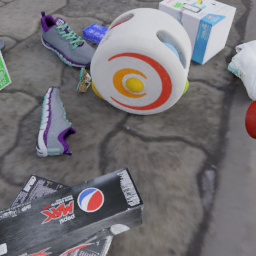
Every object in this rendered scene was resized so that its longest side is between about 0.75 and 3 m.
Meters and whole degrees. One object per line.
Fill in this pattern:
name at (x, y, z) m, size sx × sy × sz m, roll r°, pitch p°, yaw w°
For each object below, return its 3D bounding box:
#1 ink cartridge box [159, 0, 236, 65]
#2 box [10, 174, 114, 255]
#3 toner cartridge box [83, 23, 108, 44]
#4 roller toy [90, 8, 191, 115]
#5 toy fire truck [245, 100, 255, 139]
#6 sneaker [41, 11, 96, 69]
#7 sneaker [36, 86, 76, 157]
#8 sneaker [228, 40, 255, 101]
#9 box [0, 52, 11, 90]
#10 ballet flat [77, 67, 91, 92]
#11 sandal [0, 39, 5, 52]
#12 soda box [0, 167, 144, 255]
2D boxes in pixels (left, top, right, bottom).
ink cartridge box at (2.234, -3.503, 9.649) m, size 2.064 × 1.507 × 1.514 m, roll 34°, pitch 56°, yaw 25°
box at (-1.533, 2.348, 5.234) m, size 2.101 × 0.663 × 2.664 m, roll 14°, pitch 51°, yaw 12°
toner cartridge box at (-0.916, -3.386, 10.352) m, size 1.438 × 0.311 × 0.683 m, roll 31°, pitch 55°, yaw 23°
roller toy at (0.321, -1.652, 7.449) m, size 2.703 × 2.466 × 1.889 m, roll 11°, pitch 51°, yaw 9°
toy fire truck at (2.907, 0.126, 4.444) m, size 2.008 × 1.687 × 1.126 m, roll -34°, pitch 22°, yaw -24°
sneaker at (-2.067, -2.968, 9.422) m, size 2.707 × 1.185 × 1.007 m, roll 31°, pitch 56°, yaw 24°
sneaker at (-1.817, -0.171, 7.444) m, size 0.917 × 0.780 × 2.096 m, roll 5°, pitch 60°, yaw -9°
sneaker at (3.719, -1.799, 8.738) m, size 1.199 × 1.019 × 2.709 m, roll 4°, pitch 45°, yaw 24°
box at (-5.513, -1.662, 8.209) m, size 2.873 × 1.389 × 2.535 m, roll 28°, pitch 53°, yaw 21°
ballet flat at (-1.352, -1.484, 8.764) m, size 0.363 × 0.340 × 1.004 m, roll 14°, pitch 48°, yaw -15°
sandal at (-4.902, -2.991, 10.058) m, size 1.628 × 0.348 × 0.619 m, roll 30°, pitch 48°, yaw 34°
soda box at (-1.025, 1.594, 4.827) m, size 2.544 × 0.900 × 0.806 m, roll -17°, pitch 51°, yaw -13°
